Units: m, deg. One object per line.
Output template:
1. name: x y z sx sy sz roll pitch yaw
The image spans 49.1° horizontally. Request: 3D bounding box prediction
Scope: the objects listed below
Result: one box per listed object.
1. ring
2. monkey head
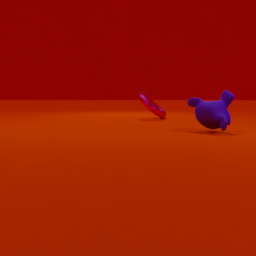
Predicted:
1. ring: 1.076 -0.947 12.320 1.516 0.303 1.516 37 13 -10
2. monkey head: 2.323 -0.504 7.488 0.876 1.046 1.453 0 33 -36
